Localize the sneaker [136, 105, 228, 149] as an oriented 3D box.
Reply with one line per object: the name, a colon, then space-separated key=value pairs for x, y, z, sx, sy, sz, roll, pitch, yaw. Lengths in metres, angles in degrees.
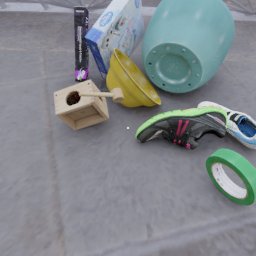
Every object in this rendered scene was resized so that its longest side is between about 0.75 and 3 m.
sneaker: x=1.452 y=0.085 z=7.662 sx=2.565 sy=0.984 sz=1.074 roll=-11 pitch=79 yaw=10

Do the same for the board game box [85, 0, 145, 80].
board game box: x=-0.309 y=-3.145 z=9.578 sx=0.525 sy=2.422 sz=2.410 roll=30 pitch=76 yaw=17

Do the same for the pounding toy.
pounding toy: x=-1.052 y=-0.859 z=7.747 sx=1.868 sy=1.641 sz=0.855 roll=-18 pitch=64 yaw=11

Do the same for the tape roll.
tape roll: x=2.352 y=1.097 z=6.274 sx=0.321 sy=1.336 sz=1.336 roll=-33 pitch=51 yaw=-19

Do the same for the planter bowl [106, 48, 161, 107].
planter bowl: x=-0.008 y=-1.367 z=8.998 sx=0.954 sy=2.290 sz=2.290 roll=-39 pitch=42 yaw=17

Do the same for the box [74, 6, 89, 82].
box: x=-1.578 y=-2.867 z=9.600 sx=0.421 sy=2.334 sz=1.668 roll=2 pitch=18 yaw=-6

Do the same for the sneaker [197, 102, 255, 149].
sneaker: x=2.928 y=-0.251 z=7.992 sx=0.794 sy=0.801 sz=2.210 roll=-39 pitch=52 yaw=-18

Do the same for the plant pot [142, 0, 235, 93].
plant pot: x=1.829 y=-2.611 z=9.345 sx=3.006 sy=3.006 sz=2.412 roll=15 pitch=51 yaw=16
